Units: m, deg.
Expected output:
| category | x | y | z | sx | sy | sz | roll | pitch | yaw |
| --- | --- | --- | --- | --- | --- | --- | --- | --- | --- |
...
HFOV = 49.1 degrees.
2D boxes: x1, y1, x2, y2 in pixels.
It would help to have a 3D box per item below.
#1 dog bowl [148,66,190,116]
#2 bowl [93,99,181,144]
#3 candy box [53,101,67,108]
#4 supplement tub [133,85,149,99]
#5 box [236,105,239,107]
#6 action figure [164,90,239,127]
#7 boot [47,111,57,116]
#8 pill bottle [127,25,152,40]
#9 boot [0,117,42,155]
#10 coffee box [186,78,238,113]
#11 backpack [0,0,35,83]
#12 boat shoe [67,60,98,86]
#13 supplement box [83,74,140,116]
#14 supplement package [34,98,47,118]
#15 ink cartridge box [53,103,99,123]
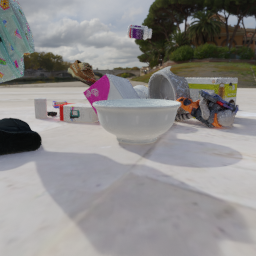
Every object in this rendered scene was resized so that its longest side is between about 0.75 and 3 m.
| category | x | y | z | sx | sy | sz | roll | pitch | yaw |
| --- | --- | --- | --- | --- | --- | --- | --- | --- | --- |
| dog bowl | 1.725 | -1.517 | 12.451 | 0.686 | 2.340 | 2.340 | -16 | 17 | -27 |
| bowl | 0.262 | -0.214 | 8.469 | 2.614 | 1.175 | 2.614 | 0 | 11 | 0 |
| candy box | -4.276 | -1.494 | 17.570 | 0.819 | 0.373 | 0.969 | -3 | 12 | -21 |
| supplement tub | 0.838 | -1.446 | 14.269 | 1.477 | 1.477 | 2.045 | 6 | 11 | 30 |
| box | 5.519 | -1.206 | 16.257 | 1.502 | 0.283 | 1.026 | -7 | 13 | -33 |
| action figure | 3.208 | -0.622 | 11.325 | 2.845 | 1.488 | 2.752 | 14 | 7 | -38 |
| boot | -3.953 | -0.725 | 13.725 | 0.764 | 0.251 | 0.630 | 7 | 1 | 15 |
| pill bottle | 0.442 | -3.619 | 10.617 | 0.880 | 0.495 | 0.495 | 11 | 12 | 10 |
| boot | -3.420 | 0.177 | 7.492 | 1.904 | 0.727 | 1.600 | 1 | 12 | -35 |
| coffee box | 3.814 | -1.434 | 13.184 | 1.855 | 1.837 | 1.857 | -9 | 14 | -40 |
| backpack | -3.872 | -2.675 | 8.217 | 2.027 | 2.645 | 2.325 | -13 | 31 | -12 |
| boat shoe | -2.230 | -2.815 | 13.901 | 0.989 | 0.966 | 2.615 | 22 | 11 | -41 |
| supplement box | -0.565 | -1.317 | 12.097 | 1.333 | 1.361 | 2.634 | -34 | -5 | 17 |
| supplement package | -4.062 | -0.935 | 13.063 | 0.537 | 0.916 | 0.535 | -2 | 11 | -13 |
| ink cartridge box | -2.209 | -0.706 | 12.451 | 2.034 | 0.684 | 1.181 | 4 | 11 | 21 |
